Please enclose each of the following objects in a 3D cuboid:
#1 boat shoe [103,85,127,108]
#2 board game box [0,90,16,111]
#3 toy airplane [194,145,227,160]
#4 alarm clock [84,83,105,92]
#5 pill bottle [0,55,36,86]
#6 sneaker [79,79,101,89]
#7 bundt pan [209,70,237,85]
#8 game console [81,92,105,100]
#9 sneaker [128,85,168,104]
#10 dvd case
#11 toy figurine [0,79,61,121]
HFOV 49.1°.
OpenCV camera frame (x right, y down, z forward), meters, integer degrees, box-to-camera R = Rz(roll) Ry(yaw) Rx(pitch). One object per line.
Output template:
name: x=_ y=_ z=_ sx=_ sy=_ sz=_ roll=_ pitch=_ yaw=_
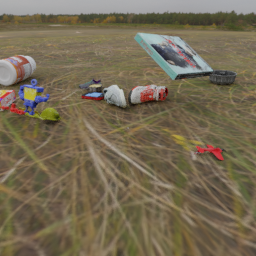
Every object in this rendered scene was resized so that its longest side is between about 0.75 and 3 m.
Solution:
boat shoe: x=-0.564 y=-1.188 z=10.973 sx=0.706 sy=0.692 sz=1.983 roll=-17 pitch=24 yaw=-9
board game box: x=-5.538 y=-1.067 z=10.832 sx=1.873 sy=0.434 sz=1.419 roll=0 pitch=24 yaw=-1
toy airplane: x=2.165 y=0.591 z=7.413 sx=0.873 sy=0.161 sz=0.873 roll=0 pitch=22 yaw=0
alarm clock: x=-1.560 y=-1.786 z=12.641 sx=0.930 sy=0.310 sz=0.627 roll=-10 pitch=26 yaw=-25
pill bottle: x=-5.670 y=-3.007 z=14.250 sx=1.251 sy=1.251 sz=2.230 roll=5 pitch=24 yaw=11
sneaker: x=-1.774 y=-2.093 z=13.138 sx=1.069 sy=0.468 sz=0.398 roll=0 pitch=24 yaw=-1
bundt pan: x=4.702 y=-2.516 z=14.040 sx=1.394 sy=0.523 sz=1.394 roll=1 pitch=24 yaw=0
game console: x=-1.422 y=-1.395 z=11.955 sx=0.955 sy=0.148 sz=0.845 roll=9 pitch=25 yaw=18
sneaker: x=0.888 y=-1.354 z=11.248 sx=1.008 sy=0.628 sz=1.881 roll=13 pitch=24 yaw=33
dvd case: x=1.781 y=-2.614 z=10.147 sx=2.904 sy=0.320 sz=2.120 roll=-15 pitch=60 yaw=-49
toy figurine: x=-3.189 y=-1.022 z=9.353 sx=2.044 sy=1.224 sz=1.078 roll=13 pitch=3 yaw=22
